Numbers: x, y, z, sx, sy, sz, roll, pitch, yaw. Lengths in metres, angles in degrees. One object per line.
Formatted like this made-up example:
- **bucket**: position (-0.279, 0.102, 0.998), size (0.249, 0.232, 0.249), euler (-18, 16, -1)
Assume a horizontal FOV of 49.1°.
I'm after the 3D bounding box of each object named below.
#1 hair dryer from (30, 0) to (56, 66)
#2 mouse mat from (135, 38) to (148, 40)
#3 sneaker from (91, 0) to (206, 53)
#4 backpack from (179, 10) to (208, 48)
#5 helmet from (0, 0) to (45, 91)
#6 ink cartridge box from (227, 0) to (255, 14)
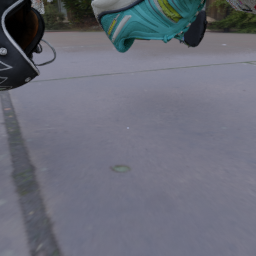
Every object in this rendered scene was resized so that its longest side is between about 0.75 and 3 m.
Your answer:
- **hair dryer**: position (-3.293, -2.783, 7.179), size (2.852, 2.172, 0.775), euler (6, 14, 2)
- **mouse mat**: position (0.675, -3.798, 9.132), size (0.103, 2.192, 2.724), euler (49, 35, 14)
- **sneaker**: position (0.624, -1.732, 3.869), size (2.537, 1.010, 0.983), euler (-4, 29, 43)
- **backpack**: position (2.094, -3.142, 9.096), size (1.036, 1.099, 1.347), euler (16, 15, 21)
- **helmet**: position (-2.724, -1.861, 5.398), size (2.322, 2.214, 2.322), euler (15, -8, 2)
- **ink cartridge box**: position (3.599, -4.107, 8.365), size (1.308, 0.759, 1.772), euler (30, 15, -27)
